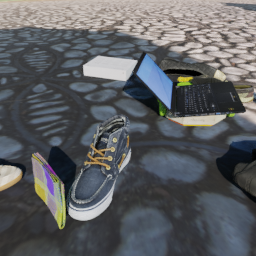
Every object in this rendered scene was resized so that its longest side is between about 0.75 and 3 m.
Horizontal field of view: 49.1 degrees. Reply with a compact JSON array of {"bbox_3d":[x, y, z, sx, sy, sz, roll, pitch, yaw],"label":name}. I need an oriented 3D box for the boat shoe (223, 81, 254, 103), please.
[{"bbox_3d":[3.468,-1.391,9.998,1.955,0.642,0.698,12,33,20],"label":"boat shoe"}]

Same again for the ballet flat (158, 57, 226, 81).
[{"bbox_3d":[2.572,-2.264,11.617,2.886,0.959,0.820,17,78,27],"label":"ballet flat"}]

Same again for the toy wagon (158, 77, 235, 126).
[{"bbox_3d":[2.134,-0.967,9.356,2.265,0.578,2.920,1,29,1],"label":"toy wagon"}]

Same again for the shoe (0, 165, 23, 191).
[{"bbox_3d":[-3.251,1.069,5.949,1.880,0.502,0.657,-9,32,-14],"label":"shoe"}]

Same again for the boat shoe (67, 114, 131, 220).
[{"bbox_3d":[-0.595,0.679,5.975,0.892,1.144,2.520,9,32,15],"label":"boat shoe"}]

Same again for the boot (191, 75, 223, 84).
[{"bbox_3d":[2.946,-1.686,10.060,1.139,0.411,0.860,14,22,26],"label":"boot"}]

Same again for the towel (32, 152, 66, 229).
[{"bbox_3d":[-1.443,1.087,5.038,0.150,0.945,1.315,-12,26,-33],"label":"towel"}]

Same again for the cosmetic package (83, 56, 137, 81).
[{"bbox_3d":[-0.743,-2.633,12.252,1.962,0.507,1.479,11,30,18],"label":"cosmetic package"}]

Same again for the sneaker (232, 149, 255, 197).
[{"bbox_3d":[3.534,0.701,6.099,2.965,1.126,1.346,-14,24,-28],"label":"sneaker"}]

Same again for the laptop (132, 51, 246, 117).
[{"bbox_3d":[1.795,-1.472,8.343,2.852,1.473,2.527,-3,27,13],"label":"laptop"}]
